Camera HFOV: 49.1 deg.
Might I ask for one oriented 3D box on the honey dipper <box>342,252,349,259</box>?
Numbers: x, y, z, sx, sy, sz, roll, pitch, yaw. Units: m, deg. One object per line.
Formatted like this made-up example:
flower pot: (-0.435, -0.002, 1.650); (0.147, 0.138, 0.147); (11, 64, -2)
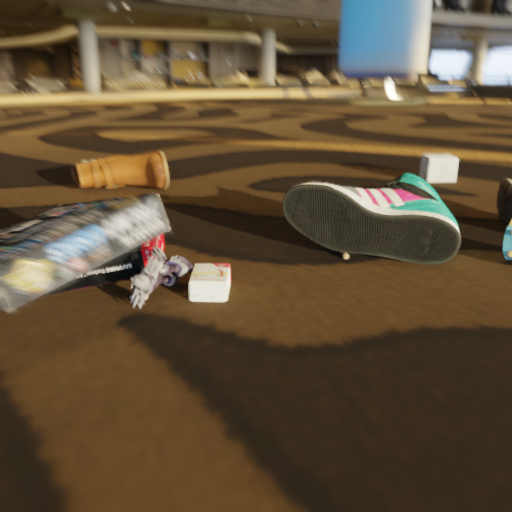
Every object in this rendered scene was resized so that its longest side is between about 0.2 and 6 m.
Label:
honey dipper: (1.488, -0.170, 9.868); (0.186, 0.186, 0.982); (0, 23, -1)

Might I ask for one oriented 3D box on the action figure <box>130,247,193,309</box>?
action figure: (-1.409, 0.285, 7.820); (0.457, 0.857, 1.316); (41, 15, 10)

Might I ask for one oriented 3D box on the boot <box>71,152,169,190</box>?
boot: (-3.416, -2.119, 14.023); (2.000, 0.988, 2.576); (-10, 21, -30)

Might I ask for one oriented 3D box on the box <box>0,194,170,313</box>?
box: (-2.804, -0.103, 7.346); (2.424, 0.607, 2.443); (1, 25, 41)

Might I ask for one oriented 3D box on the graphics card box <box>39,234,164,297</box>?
graphics card box: (-2.332, 0.046, 8.408); (1.856, 0.472, 1.164); (-10, 21, -3)

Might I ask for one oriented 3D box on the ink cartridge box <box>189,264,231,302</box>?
ink cartridge box: (-0.660, 0.376, 8.106); (0.543, 0.312, 0.749); (0, 20, 1)

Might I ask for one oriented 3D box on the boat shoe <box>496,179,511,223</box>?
boat shoe: (5.497, -0.956, 11.248); (0.782, 0.825, 2.180); (3, 29, -1)

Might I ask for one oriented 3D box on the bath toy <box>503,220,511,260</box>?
bath toy: (4.989, -0.071, 8.786); (2.005, 0.872, 0.741); (19, 4, 32)

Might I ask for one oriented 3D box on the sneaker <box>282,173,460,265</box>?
sneaker: (2.073, -0.857, 9.954); (2.982, 1.247, 1.800); (16, 27, 11)

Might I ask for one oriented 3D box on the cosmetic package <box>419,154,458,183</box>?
cosmetic package: (4.966, -2.391, 15.279); (0.816, 0.672, 0.673); (0, 20, -3)
